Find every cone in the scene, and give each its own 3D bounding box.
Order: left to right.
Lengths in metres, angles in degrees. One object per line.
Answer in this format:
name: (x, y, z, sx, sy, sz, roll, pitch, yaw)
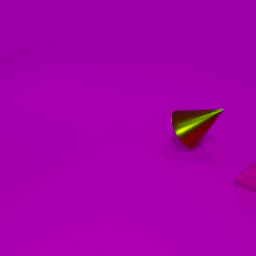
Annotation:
cone: (1.966, -0.214, 7.304, 1.194, 1.190, 1.190, -31, 14, 37)
cone: (3.241, 1.226, 6.095, 1.244, 1.244, 1.249, -25, 67, -33)
